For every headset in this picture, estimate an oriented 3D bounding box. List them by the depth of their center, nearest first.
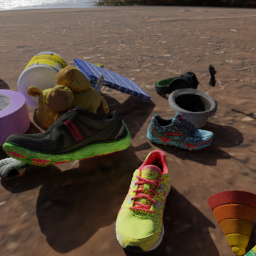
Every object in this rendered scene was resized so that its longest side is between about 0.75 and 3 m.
[{"bbox_3d":[2.076,-1.746,10.312,2.340,1.099,1.445,8,28,37],"label":"headset"}]

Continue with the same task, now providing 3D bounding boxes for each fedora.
[{"bbox_3d":[1.916,-0.519,8.442,1.388,0.709,1.569,-8,35,-11],"label":"fedora"}]

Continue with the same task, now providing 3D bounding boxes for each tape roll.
[{"bbox_3d":[-4.125,-0.308,7.956,2.460,0.807,2.460,0,29,0],"label":"tape roll"}]

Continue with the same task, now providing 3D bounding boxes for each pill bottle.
[{"bbox_3d":[-2.897,-1.845,10.037,1.525,1.525,2.722,-4,29,-7],"label":"pill bottle"}]

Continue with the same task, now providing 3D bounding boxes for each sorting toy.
[{"bbox_3d":[2.571,1.432,4.233,2.682,0.930,0.924,-14,48,29],"label":"sorting toy"}]

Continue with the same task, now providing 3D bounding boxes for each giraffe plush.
[{"bbox_3d":[-1.840,-0.679,7.880,1.860,1.979,2.294,-7,30,27],"label":"giraffe plush"}]

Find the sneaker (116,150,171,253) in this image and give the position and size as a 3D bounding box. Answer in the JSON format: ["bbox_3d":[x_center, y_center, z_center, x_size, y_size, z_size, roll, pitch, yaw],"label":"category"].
[{"bbox_3d":[0.312,1.173,5.029,0.848,0.980,2.170,8,31,11],"label":"sneaker"}]

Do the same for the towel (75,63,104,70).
[{"bbox_3d":[-2.130,-2.851,13.344,1.885,0.170,0.811,-20,35,-33],"label":"towel"}]

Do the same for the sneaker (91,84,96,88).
[{"bbox_3d":[-1.576,-1.470,9.986,1.065,0.911,2.570,6,31,-3],"label":"sneaker"}]

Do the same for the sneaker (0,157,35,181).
[{"bbox_3d":[-2.299,0.815,6.330,1.241,0.459,0.492,-26,47,-29],"label":"sneaker"}]

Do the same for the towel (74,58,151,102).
[{"bbox_3d":[-0.573,-1.666,9.824,2.543,0.303,1.841,15,24,-34],"label":"towel"}]

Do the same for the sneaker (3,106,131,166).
[{"bbox_3d":[-1.304,0.147,6.275,2.876,1.205,1.104,-8,-8,-36],"label":"sneaker"}]

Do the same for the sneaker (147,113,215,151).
[{"bbox_3d":[1.358,0.053,7.242,1.756,0.839,0.696,6,29,11],"label":"sneaker"}]

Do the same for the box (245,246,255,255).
[{"bbox_3d":[2.563,1.993,4.041,2.028,0.491,1.190,-21,34,-31],"label":"box"}]
